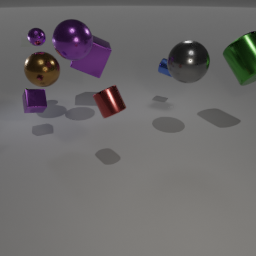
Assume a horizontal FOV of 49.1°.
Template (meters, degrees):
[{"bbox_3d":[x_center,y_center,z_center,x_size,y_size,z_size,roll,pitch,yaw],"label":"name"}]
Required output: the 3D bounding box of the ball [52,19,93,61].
[{"bbox_3d":[-1.939,-3.090,9.871,1.400,1.400,1.400,0,27,0],"label":"ball"}]

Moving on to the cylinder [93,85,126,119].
[{"bbox_3d":[-0.495,-0.708,7.539,0.700,0.700,0.700,-25,8,4],"label":"cylinder"}]

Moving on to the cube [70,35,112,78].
[{"bbox_3d":[-1.680,-3.301,12.543,1.400,1.400,1.400,19,25,-18],"label":"cube"}]

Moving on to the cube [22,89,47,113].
[{"bbox_3d":[-3.422,-0.980,10.253,0.700,0.700,0.700,-4,-13,-31],"label":"cube"}]

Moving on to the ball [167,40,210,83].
[{"bbox_3d":[2.006,-2.193,9.339,1.400,1.400,1.400,0,27,0],"label":"ball"}]

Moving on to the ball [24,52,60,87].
[{"bbox_3d":[-3.437,-2.346,11.252,1.400,1.400,1.400,0,27,0],"label":"ball"}]

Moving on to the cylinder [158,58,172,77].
[{"bbox_3d":[1.865,-2.821,13.095,0.700,0.700,0.700,25,34,17],"label":"cylinder"}]

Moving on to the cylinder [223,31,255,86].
[{"bbox_3d":[4.368,-2.466,10.052,1.400,1.400,1.400,-17,75,-30],"label":"cylinder"}]

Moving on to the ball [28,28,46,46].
[{"bbox_3d":[-3.641,-3.634,11.185,0.700,0.700,0.700,0,27,0],"label":"ball"}]
